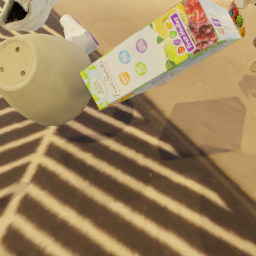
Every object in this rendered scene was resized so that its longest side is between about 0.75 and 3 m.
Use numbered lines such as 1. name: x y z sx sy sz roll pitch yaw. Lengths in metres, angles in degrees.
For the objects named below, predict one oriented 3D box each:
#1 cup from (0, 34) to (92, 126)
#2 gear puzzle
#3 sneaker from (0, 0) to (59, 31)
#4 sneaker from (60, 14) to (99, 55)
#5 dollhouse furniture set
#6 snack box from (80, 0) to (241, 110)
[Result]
1. cup: -1.931 -1.136 5.902 2.058 1.472 2.058 -2 84 16
2. gear puzzle: 2.427 -2.382 6.292 0.125 0.492 0.951 -10 62 -1
3. sneaker: -1.631 -2.694 5.366 0.885 2.376 1.035 40 29 -13
4. sneaker: -1.501 -2.450 7.510 0.830 0.624 1.666 -43 57 3
5. dollhouse furniture set: 3.176 -2.029 6.399 1.395 2.100 1.840 1 23 10
6. snack box: 0.761 -1.301 4.898 1.985 0.739 2.791 -28 2 31
